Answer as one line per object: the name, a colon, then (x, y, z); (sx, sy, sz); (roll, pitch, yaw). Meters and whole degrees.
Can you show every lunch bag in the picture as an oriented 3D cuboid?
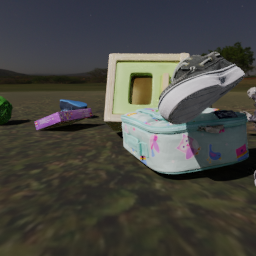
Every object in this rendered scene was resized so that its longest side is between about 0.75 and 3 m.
lunch bag: (0.769, 0.083, 4.498); (1.635, 0.786, 2.039); (-4, 8, -17)

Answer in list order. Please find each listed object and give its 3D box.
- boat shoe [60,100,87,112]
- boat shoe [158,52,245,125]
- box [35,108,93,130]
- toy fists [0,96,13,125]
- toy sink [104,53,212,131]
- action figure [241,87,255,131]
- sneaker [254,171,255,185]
boat shoe: (-2.041, -0.714, 10.642); (0.738, 0.602, 1.755); (1, 9, -32)
boat shoe: (0.803, -0.544, 3.396); (0.618, 0.628, 1.742); (47, 40, 16)
box: (-1.777, -0.262, 7.897); (0.943, 0.269, 1.378); (-16, -1, 31)
toy fists: (-4.350, -0.805, 8.364); (1.855, 0.638, 0.946); (42, 11, -24)
toy sink: (0.798, -0.756, 6.520); (2.451, 1.597, 1.373); (3, -10, 7)
action figure: (2.986, -0.451, 6.439); (0.766, 0.892, 1.501); (28, -10, 37)
sneaker: (1.757, 0.248, 2.710); (0.732, 1.120, 1.948); (6, 11, 14)
